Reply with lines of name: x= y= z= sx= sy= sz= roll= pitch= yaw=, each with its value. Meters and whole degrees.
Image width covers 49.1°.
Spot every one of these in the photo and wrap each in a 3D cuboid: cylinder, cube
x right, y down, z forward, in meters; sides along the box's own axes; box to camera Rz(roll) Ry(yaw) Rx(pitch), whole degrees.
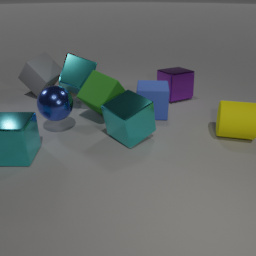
cylinder: x=4.216 y=-0.314 z=10.840 sx=1.400 sy=1.400 sz=1.400 roll=6 pitch=28 yaw=13
cube: x=-4.434 y=-2.738 z=14.332 sx=1.400 sy=1.400 sz=1.400 roll=46 pitch=44 yaw=-7
cube: x=-1.070 y=-1.415 z=12.188 sx=1.400 sy=1.400 sz=1.400 roll=28 pitch=-7 yaw=27
cube: x=-2.359 y=-2.425 z=13.081 sx=1.400 sy=1.400 sz=1.400 roll=16 pitch=-8 yaw=-11
cube: x=0.049 y=-0.367 z=10.573 sx=1.400 sy=1.400 sz=1.400 roll=-35 pitch=45 yaw=-26
cube: x=2.440 y=-2.299 z=14.529 sx=1.400 sy=1.400 sz=1.400 roll=-12 pitch=25 yaw=-23
cube: x=-3.950 y=0.355 z=9.595 sx=1.400 sy=1.400 sz=1.400 roll=0 pitch=28 yaw=0
cube: x=1.103 y=-1.283 z=12.715 sx=1.400 sy=1.400 sz=1.400 roll=2 pitch=28 yaw=4

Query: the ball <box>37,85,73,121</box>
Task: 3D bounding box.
ball: x=-2.866 y=-0.970 z=11.044 sx=1.400 sy=1.400 sz=1.400 roll=0 pitch=28 yaw=0

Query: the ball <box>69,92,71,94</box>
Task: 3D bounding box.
ball: x=-3.312 y=-2.050 z=14.903 sx=0.700 sy=0.700 sz=0.700 roll=0 pitch=28 yaw=0
